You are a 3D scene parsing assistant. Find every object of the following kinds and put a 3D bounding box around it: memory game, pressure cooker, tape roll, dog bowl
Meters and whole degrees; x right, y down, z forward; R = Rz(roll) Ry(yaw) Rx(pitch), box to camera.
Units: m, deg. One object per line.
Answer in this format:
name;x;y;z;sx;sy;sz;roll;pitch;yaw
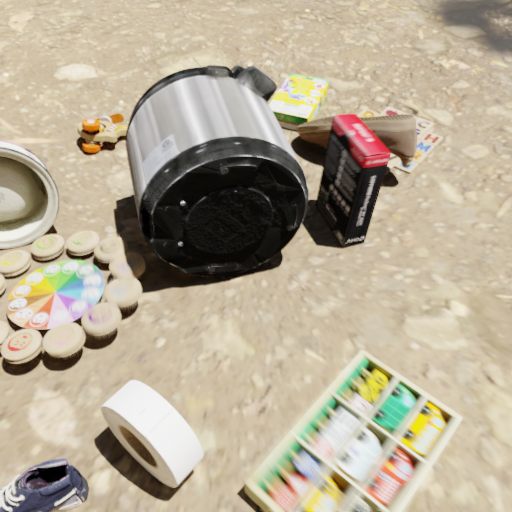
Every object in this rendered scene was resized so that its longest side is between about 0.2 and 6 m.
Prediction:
memory game;-3.673;0.597;10.149;3.343;0.213;3.343;-4;41;3
pressure cooker;-0.865;-1.817;10.692;3.125;3.174;3.553;-14;48;-9
tape roll;-1.448;2.458;7.752;1.520;1.520;0.532;31;54;27
dog bowl;-5.006;-1.260;10.902;2.215;2.215;0.817;-13;39;-12

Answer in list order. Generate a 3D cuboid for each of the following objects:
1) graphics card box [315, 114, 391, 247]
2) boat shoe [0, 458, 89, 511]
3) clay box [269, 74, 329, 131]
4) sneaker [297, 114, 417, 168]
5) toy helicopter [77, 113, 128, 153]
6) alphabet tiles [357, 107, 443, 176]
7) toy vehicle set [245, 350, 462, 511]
graphics card box;1.825;-1.451;10.978;0.570;2.243;1.407;-11;46;-18
boat shoe;-3.231;3.220;7.495;1.793;0.832;0.670;-17;48;-16
clay box;1.113;-4.062;14.701;1.159;0.480;2.017;16;48;15
sneaker;2.210;-2.576;12.845;3.027;1.143;1.066;11;28;42
toy helicopter;-3.470;-3.123;13.830;1.812;0.715;1.198;-4;36;-18
alphabet tiles;3.220;-2.891;13.854;2.211;0.084;2.657;29;53;25
toy vehicle set;1.453;2.876;8.114;1.812;0.387;2.917;32;54;26
